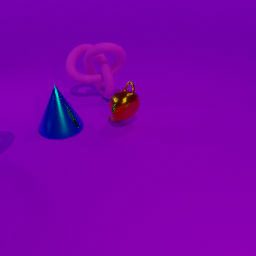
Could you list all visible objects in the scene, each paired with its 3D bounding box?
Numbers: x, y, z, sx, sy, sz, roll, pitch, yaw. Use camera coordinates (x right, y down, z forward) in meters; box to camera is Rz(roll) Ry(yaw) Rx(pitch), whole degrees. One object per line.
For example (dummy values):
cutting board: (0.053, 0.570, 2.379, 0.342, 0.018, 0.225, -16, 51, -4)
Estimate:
cone: (-1.753, -0.535, 7.028, 1.183, 1.187, 1.183, 0, 34, 0)
teapot: (-0.155, -0.600, 7.293, 0.861, 1.384, 0.678, -14, 51, -47)
knot shape: (-0.895, -1.718, 8.655, 1.892, 1.770, 0.874, -5, 30, 26)
